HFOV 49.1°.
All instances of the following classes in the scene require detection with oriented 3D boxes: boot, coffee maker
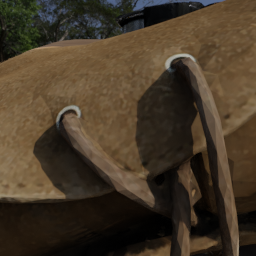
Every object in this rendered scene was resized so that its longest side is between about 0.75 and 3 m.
[{"bbox_3d":[0.261,0.107,0.748,2.812,1.035,1.061,-1,23,36],"label":"boot"},{"bbox_3d":[0.744,-0.844,4.670,1.418,2.105,2.022,-4,4,-39],"label":"coffee maker"}]
